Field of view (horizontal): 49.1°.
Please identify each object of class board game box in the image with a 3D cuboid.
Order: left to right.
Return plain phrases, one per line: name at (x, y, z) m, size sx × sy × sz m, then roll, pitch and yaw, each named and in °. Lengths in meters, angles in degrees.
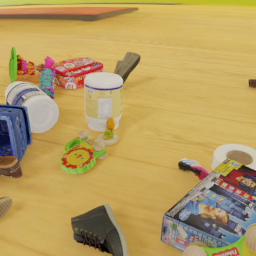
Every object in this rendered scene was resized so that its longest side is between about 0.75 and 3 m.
board game box at (2.542, 2.007, 5.647) m, size 2.685 × 0.829 × 2.687 m, roll 27°, pitch 40°, yaw 37°

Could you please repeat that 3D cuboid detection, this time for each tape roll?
tape roll at (3.034, 0.991, 7.745) m, size 1.361 × 0.476 × 1.361 m, roll 0°, pitch 31°, yaw 0°

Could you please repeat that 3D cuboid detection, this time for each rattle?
rattle at (-0.791, 0.229, 8.821) m, size 1.065 × 0.761 × 0.693 m, roll -21°, pitch 46°, yaw -38°

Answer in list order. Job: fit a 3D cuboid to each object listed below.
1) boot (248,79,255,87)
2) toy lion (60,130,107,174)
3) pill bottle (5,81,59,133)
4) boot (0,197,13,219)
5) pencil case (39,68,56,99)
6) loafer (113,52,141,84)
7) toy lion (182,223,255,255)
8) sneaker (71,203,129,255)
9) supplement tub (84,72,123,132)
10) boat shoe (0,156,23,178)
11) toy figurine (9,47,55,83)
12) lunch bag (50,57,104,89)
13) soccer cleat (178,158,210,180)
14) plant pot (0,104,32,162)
boot at (6.363, -2.263, 13.317) m, size 1.156 × 0.503 × 1.390 m, roll 11°, pitch 35°, yaw 16°
toy lion at (-1.416, 0.760, 8.239) m, size 1.353 × 0.484 × 1.411 m, roll -30°, pitch 39°, yaw -27°
pill bottle at (-3.586, -0.870, 10.096) m, size 1.340 × 1.340 × 2.412 m, roll -20°, pitch 35°, yaw -30°
boot at (-3.500, 1.804, 6.309) m, size 1.171 × 0.510 × 1.408 m, roll 23°, pitch 40°, yaw 31°
pencil case at (-3.522, -1.950, 12.262) m, size 0.711 × 0.655 × 1.539 m, roll -23°, pitch 48°, yaw 10°
loafer at (-0.293, -2.631, 12.853) m, size 0.726 × 0.818 × 2.152 m, roll 38°, pitch 79°, yaw 15°
toy lion at (1.958, 2.520, 4.470) m, size 1.738 × 0.597 × 1.666 m, roll -25°, pitch 70°, yaw 17°
sneaker at (-0.567, 2.257, 5.533) m, size 0.910 × 0.641 × 1.714 m, roll -15°, pitch 24°, yaw -15°
supplement tub at (-0.841, -0.895, 9.593) m, size 1.290 × 1.774 × 1.290 m, roll 3°, pitch 27°, yaw -1°
boat shoe at (-3.518, 1.042, 7.585) m, size 1.587 × 0.558 × 0.559 m, roll 8°, pitch 39°, yaw 31°
toy figurine at (-4.697, -2.978, 14.038) m, size 2.155 × 1.758 × 2.341 m, roll -1°, pitch 2°, yaw -30°
lunch bag at (-2.369, -2.639, 13.624) m, size 2.071 × 0.963 × 2.351 m, roll 30°, pitch 42°, yaw 34°
soccer cleat at (1.890, 1.086, 7.692) m, size 1.053 × 0.368 × 0.455 m, roll 24°, pitch 38°, yaw 36°
plant pot at (-3.761, 0.081, 8.337) m, size 1.552 × 1.552 × 1.395 m, roll 3°, pitch 24°, yaw 7°
